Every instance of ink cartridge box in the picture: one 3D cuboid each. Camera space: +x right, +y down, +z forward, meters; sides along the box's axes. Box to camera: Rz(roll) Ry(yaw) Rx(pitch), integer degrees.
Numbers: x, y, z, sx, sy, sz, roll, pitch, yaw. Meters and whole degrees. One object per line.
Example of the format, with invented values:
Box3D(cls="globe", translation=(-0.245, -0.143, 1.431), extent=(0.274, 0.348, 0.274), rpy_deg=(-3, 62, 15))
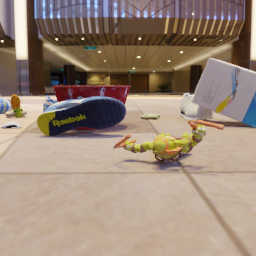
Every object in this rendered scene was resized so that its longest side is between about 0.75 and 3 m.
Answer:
Box3D(cls="ink cartridge box", translation=(4.246, -1.491, 11.266), extent=(2.635, 1.906, 1.940), rpy_deg=(24, 19, 18))

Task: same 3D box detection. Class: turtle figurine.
Box3D(cls="turtle figurine", translation=(0.908, 0.325, 5.636), extent=(2.100, 0.676, 1.693), rpy_deg=(-14, -7, 20))

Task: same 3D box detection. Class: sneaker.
Box3D(cls="sneaker", translation=(3.115, -1.003, 13.218), extent=(1.111, 1.170, 2.908), rpy_deg=(0, 10, -10))
Box3D(cls="sneaker", translation=(-1.415, -0.518, 8.794), extent=(2.726, 1.008, 1.121), rpy_deg=(-7, 23, 2))
Box3D(cls="sneaker", translation=(-2.856, -1.050, 13.738), extent=(2.676, 1.101, 0.989), rpy_deg=(0, 6, -10))
Box3D(cls="sneaker", translation=(-7.530, -1.341, 16.510), extent=(1.059, 0.952, 2.574), rpy_deg=(-3, 15, -38))

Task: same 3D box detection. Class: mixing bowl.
Box3D(cls="mixing bowl", translation=(-1.349, -0.823, 10.549), extent=(2.887, 1.563, 2.887), rpy_deg=(0, 8, 0))

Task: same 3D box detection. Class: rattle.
Box3D(cls="rattle", translation=(-5.696, -1.111, 14.238), extent=(1.065, 1.168, 1.636), rpy_deg=(-20, 16, -1))

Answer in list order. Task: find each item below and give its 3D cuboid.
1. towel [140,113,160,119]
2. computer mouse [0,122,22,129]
Box3D(cls="towel", translation=(1.107, -0.569, 13.500), extent=(0.835, 0.205, 1.125), rpy_deg=(4, 9, 16))
Box3D(cls="computer mouse", translation=(-4.428, -0.105, 10.272), extent=(1.020, 0.224, 0.559), rpy_deg=(-1, 7, -8))
